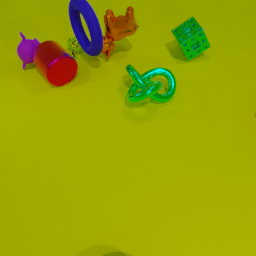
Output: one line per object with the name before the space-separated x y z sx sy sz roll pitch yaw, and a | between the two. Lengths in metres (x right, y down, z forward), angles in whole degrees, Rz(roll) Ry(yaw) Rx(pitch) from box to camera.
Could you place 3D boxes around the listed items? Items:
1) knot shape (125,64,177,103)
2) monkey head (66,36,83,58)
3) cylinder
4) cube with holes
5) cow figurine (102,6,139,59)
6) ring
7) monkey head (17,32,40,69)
knot shape | 0.580 -1.555 9.420 1.879 0.868 1.759 -22 52 -33
monkey head | -2.007 -3.208 11.148 1.218 0.877 0.734 9 12 19
cylinder | -2.585 -2.291 9.922 1.195 1.195 1.195 -30 57 -22
cube with holes | 2.391 -3.393 10.656 0.953 0.953 0.953 -31 50 15
cow figurine | -0.421 -3.492 10.416 1.735 1.707 0.952 -5 40 8
ring | -1.453 -3.420 9.555 0.401 2.006 2.006 -28 56 -19
monkey head | -3.619 -2.896 10.262 0.878 1.458 1.049 -7 47 -22
